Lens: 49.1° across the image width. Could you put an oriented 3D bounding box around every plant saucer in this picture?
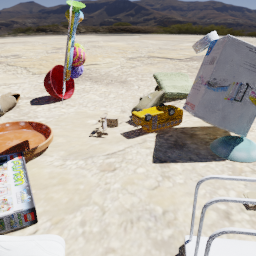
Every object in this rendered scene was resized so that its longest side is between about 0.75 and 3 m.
[{"bbox_3d":[3.736,0.601,9.605,1.768,0.340,1.768,1,23,0],"label":"plant saucer"},{"bbox_3d":[-4.037,0.456,9.790,2.809,0.453,2.809,0,25,0],"label":"plant saucer"}]

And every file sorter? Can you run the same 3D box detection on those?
[{"bbox_3d":[2.007,2.219,4.082,2.047,1.836,2.949,3,24,7],"label":"file sorter"}]

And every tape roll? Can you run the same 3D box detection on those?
[{"bbox_3d":[3.183,-3.489,11.486,1.096,0.383,1.096,-31,0,0],"label":"tape roll"}]

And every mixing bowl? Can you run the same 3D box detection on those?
[{"bbox_3d":[-3.797,-2.362,14.890,0.996,1.839,1.839,-8,18,29],"label":"mixing bowl"}]

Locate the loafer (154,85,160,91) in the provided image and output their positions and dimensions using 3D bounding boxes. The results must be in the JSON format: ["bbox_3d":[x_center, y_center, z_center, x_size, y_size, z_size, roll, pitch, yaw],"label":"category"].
[{"bbox_3d":[2.125,-2.262,15.671,0.675,0.761,2.002,13,37,26],"label":"loafer"}]

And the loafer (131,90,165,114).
[{"bbox_3d":[0.968,-1.115,12.652,0.899,1.014,2.667,16,28,21],"label":"loafer"}]

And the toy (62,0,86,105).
[{"bbox_3d":[-1.632,-2.359,8.667,0.692,2.930,1.687,3,38,-11],"label":"toy"}]

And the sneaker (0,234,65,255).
[{"bbox_3d":[-2.157,2.499,4.724,2.153,0.793,1.244,-4,21,-12],"label":"sneaker"}]

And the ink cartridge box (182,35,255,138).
[{"bbox_3d":[3.646,-1.513,10.229,2.102,2.906,2.139,21,12,-4],"label":"ink cartridge box"}]

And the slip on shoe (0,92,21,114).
[{"bbox_3d":[-5.629,-1.244,13.236,0.657,0.825,2.170,-12,17,-4],"label":"slip on shoe"}]

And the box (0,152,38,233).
[{"bbox_3d":[-3.315,1.570,7.185,1.546,0.488,2.809,-10,26,-22],"label":"box"}]

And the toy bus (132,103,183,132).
[{"bbox_3d":[1.206,-0.428,11.282,2.148,0.841,0.699,-14,29,-29],"label":"toy bus"}]

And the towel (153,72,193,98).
[{"bbox_3d":[2.565,-2.361,15.058,2.338,0.427,1.735,-5,56,-28],"label":"towel"}]

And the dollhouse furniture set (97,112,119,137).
[{"bbox_3d":[-0.788,-0.177,11.010,0.534,0.625,1.205,4,24,14],"label":"dollhouse furniture set"}]

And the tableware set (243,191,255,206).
[{"bbox_3d":[3.682,1.885,6.899,1.439,0.167,1.202,-7,26,-16],"label":"tableware set"}]
